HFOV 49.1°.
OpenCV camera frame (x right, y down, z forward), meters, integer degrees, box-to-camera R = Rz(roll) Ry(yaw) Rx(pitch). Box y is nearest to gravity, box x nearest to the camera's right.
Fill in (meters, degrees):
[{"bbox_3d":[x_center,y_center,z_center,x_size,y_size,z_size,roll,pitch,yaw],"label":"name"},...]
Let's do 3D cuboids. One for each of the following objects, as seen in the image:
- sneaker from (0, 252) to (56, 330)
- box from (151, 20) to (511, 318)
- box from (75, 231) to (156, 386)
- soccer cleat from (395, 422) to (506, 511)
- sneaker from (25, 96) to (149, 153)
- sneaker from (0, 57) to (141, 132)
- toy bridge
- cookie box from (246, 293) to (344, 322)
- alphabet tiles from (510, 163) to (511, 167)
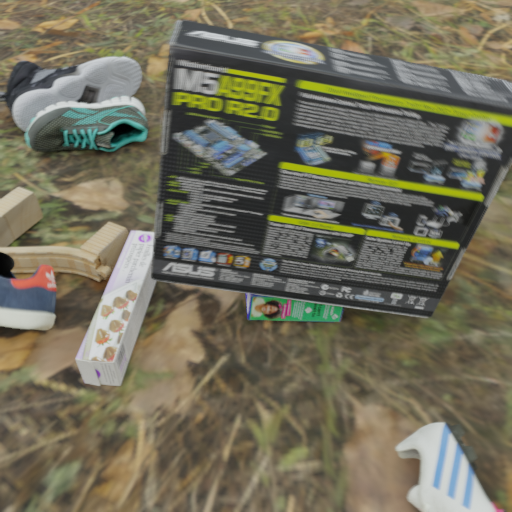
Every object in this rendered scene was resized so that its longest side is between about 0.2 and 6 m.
[{"bbox_3d":[-3.928,0.393,7.697,2.442,0.915,1.032,6,81,-2],"label":"sneaker"},{"bbox_3d":[0.777,-0.837,6.797,3.878,3.106,0.858,8,37,-5],"label":"box"},{"bbox_3d":[-1.851,0.642,7.973,0.507,0.543,2.622,4,41,4],"label":"box"},{"bbox_3d":[2.063,2.630,5.662,0.833,0.674,1.929,-23,42,4],"label":"soccer cleat"},{"bbox_3d":[-3.364,-2.573,11.458,2.538,0.985,1.158,-20,48,-20],"label":"sneaker"},{"bbox_3d":[-4.337,-3.973,12.819,3.214,1.213,1.829,-34,53,-30],"label":"sneaker"},{"bbox_3d":[-4.209,-0.455,9.185,4.545,0.619,1.528,20,47,21],"label":"toy bridge"},{"bbox_3d":[0.531,0.392,8.197,1.349,0.507,1.154,2,39,-6],"label":"cookie box"},{"bbox_3d":[3.867,-2.738,10.904,2.477,0.094,2.976,27,21,-40],"label":"alphabet tiles"}]
